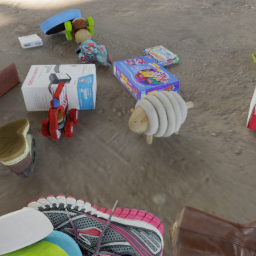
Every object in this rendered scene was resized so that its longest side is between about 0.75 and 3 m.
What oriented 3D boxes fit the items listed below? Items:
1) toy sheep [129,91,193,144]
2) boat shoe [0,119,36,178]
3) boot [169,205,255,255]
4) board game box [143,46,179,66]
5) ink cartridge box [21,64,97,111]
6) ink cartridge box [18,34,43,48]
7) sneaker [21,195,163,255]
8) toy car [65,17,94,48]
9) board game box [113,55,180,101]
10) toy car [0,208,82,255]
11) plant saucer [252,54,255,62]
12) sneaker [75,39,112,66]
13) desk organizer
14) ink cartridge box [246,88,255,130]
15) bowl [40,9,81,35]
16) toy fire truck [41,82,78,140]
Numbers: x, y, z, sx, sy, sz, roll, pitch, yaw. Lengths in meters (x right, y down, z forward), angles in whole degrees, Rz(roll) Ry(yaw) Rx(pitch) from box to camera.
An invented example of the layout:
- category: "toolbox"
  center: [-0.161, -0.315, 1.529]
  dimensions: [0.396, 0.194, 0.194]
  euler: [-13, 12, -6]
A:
- category: "toy sheep"
  center: [0.983, -0.394, 8.168]
  dimensions: [2.154, 1.485, 1.485]
  euler: [-22, 44, -24]
- category: "boat shoe"
  center: [-3.002, 0.496, 7.543]
  dimensions: [0.987, 0.874, 2.696]
  euler: [-21, 25, -10]
- category: "boot"
  center: [2.106, 1.828, 5.664]
  dimensions: [2.389, 0.767, 2.227]
  euler: [9, 56, 17]
- category: "board game box"
  center: [1.454, -3.245, 12.582]
  dimensions: [0.995, 0.253, 1.470]
  euler: [-19, 43, -21]
- category: "ink cartridge box"
  center: [-2.310, -1.453, 9.813]
  dimensions: [2.306, 0.965, 1.673]
  euler: [-2, 39, -2]
- category: "ink cartridge box"
  center: [-4.884, -4.332, 13.951]
  dimensions: [0.945, 0.279, 1.181]
  euler: [-20, 38, -22]
- category: "sneaker"
  center: [-0.791, 2.075, 5.350]
  dimensions: [2.945, 1.187, 1.100]
  euler: [5, 42, 5]
- category: "toy car"
  center: [-2.184, -4.351, 13.568]
  dimensions: [1.338, 1.285, 1.629]
  euler: [-16, 71, -14]
- category: "board game box"
  center: [0.639, -1.952, 10.767]
  dimensions: [1.620, 0.539, 2.410]
  euler: [-16, 42, -19]
- category: "toy car"
  center: [-1.780, 2.393, 4.547]
  dimensions: [2.333, 2.042, 1.750]
  euler: [-19, -7, 14]
- category: "plant saucer"
  center: [6.085, -2.686, 11.838]
  dimensions: [1.392, 0.334, 1.394]
  euler: [1, 39, 2]
- category: "sneaker"
  center: [-1.538, -3.043, 12.047]
  dimensions: [1.075, 0.893, 2.251]
  euler: [-33, 41, -17]
- category: "desk organizer"
  center: [-4.937, -1.520, 9.965]
  dimensions: [0.829, 0.890, 2.313]
  euler: [13, 41, 15]
- category: "ink cartridge box"
  center: [4.946, -0.332, 8.420]
  dimensions: [2.377, 0.997, 2.087]
  euler: [16, 42, 19]
- category: "bowl"
  center: [-3.339, -5.303, 14.162]
  dimensions: [2.156, 0.423, 2.156]
  euler: [-23, 12, 5]
- category: "toy fire truck"
  center: [-2.067, -0.475, 8.358]
  dimensions: [0.871, 1.304, 1.553]
  euler: [3, 39, 3]
